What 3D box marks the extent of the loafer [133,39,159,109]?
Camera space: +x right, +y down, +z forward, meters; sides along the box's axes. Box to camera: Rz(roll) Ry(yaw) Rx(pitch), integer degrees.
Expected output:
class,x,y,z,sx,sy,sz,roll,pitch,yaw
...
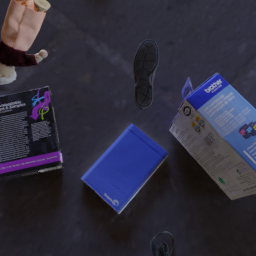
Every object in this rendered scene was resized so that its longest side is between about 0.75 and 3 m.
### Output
class,x,y,z,sx,sy,sz,roll,pitch,yaw
loafer,0.312,-1.021,5.433,0.478,0.418,1.329,6,86,-2

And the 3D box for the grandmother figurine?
class,x,y,z,sx,sy,sz,roll,pitch,yaw
grandmother figurine,-2.009,-1.500,5.023,1.109,1.828,0.554,28,32,-22

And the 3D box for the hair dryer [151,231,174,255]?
class,x,y,z,sx,sy,sz,roll,pitch,yaw
hair dryer,0.712,3.311,6.010,1.361,0.485,1.786,36,68,27

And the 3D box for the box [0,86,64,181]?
class,x,y,z,sx,sy,sz,roll,pitch,yaw
box,-2.570,0.100,7.051,1.551,0.392,2.169,-12,73,-5

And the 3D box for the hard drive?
class,x,y,z,sx,sy,sz,roll,pitch,yaw
hard drive,-0.061,0.945,6.834,1.224,0.235,1.855,39,76,12

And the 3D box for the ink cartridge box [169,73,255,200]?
class,x,y,z,sx,sy,sz,roll,pitch,yaw
ink cartridge box,2.016,0.122,6.236,1.050,1.877,2.751,-38,75,-15
